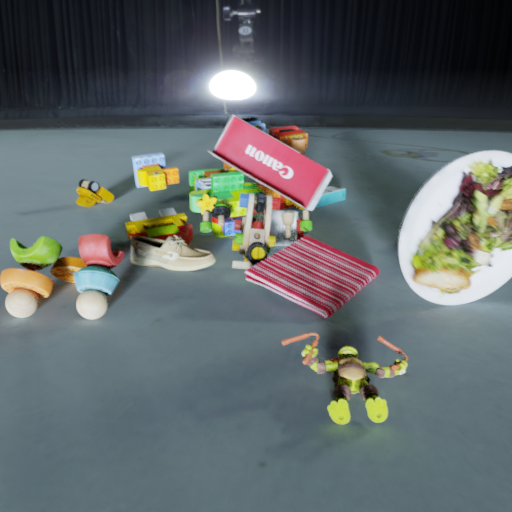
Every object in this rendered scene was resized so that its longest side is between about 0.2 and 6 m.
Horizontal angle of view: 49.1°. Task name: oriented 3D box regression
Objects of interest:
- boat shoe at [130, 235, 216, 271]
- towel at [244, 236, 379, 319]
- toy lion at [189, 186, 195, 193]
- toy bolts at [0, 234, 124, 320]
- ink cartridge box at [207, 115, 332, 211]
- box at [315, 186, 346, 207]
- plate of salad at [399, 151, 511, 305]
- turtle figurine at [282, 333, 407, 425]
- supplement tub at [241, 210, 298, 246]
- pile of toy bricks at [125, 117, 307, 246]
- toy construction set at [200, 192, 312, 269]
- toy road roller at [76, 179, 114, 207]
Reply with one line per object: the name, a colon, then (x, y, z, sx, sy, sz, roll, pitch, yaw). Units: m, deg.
boat shoe: (-1.584, -0.084, 10.503, 1.692, 0.550, 0.611, 5, 19, 16)
towel: (1.001, 0.302, 9.423, 1.592, 0.248, 2.202, 25, 29, 24)
toy lion: (-1.401, -2.038, 16.824, 1.335, 0.458, 1.279, -9, 13, -25)
toy bolts: (-2.842, 0.485, 8.667, 1.720, 1.193, 1.643, -5, -24, 17)
ink cartridge box: (0.307, -1.672, 10.238, 2.021, 0.847, 1.774, 31, 8, 6)
box: (1.902, -1.664, 15.688, 0.560, 0.334, 1.361, 16, 24, 41)
plate of salad: (3.237, -0.304, 8.174, 2.440, 2.440, 0.586, -5, 25, -15)
turtle figurine: (0.996, 1.353, 6.246, 1.481, 0.477, 1.195, 9, 26, 0)
supplement tub: (0.289, -0.589, 11.745, 1.151, 0.760, 0.760, 2, 18, 7)
pile of toy bricks: (-0.468, -1.311, 11.497, 4.359, 2.418, 2.152, -11, 31, -18)
toy construction set: (0.164, -0.173, 10.271, 1.942, 1.492, 1.619, 9, -20, -30)
toy road roller: (-4.487, -1.608, 15.353, 0.604, 0.718, 0.983, 15, -14, 38)
